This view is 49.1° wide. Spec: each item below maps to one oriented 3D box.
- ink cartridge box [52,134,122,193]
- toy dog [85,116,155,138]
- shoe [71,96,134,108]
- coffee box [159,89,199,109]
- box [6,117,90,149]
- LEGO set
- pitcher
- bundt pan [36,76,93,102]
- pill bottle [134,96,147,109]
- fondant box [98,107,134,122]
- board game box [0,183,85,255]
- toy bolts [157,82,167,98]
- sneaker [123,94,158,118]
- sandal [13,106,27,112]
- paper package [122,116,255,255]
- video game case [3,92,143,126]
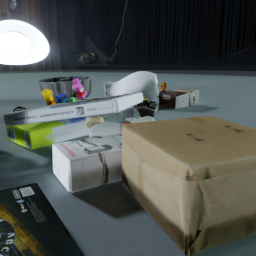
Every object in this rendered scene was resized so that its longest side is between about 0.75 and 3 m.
[{"bbox_3d":[-0.572,0.585,5.154,1.399,0.588,1.018,-8,16,-29],"label":"ink cartridge box"},{"bbox_3d":[-0.202,0.169,6.470,1.713,1.130,0.825,12,-21,25],"label":"toy dog"},{"bbox_3d":[-0.991,-0.885,10.738,2.544,0.679,0.890,-4,15,-16],"label":"shoe"},{"bbox_3d":[2.291,-1.340,12.541,1.691,0.674,0.967,-13,19,-42],"label":"coffee box"},{"bbox_3d":[-2.010,-0.004,7.634,1.287,0.503,2.111,13,19,42],"label":"box"},{"bbox_3d":[-2.345,-1.025,9.686,0.918,0.988,2.408,-13,28,18],"label":"LEGO set"},{"bbox_3d":[0.269,-1.839,13.482,2.393,1.450,2.053,-8,-3,13],"label":"pitcher"},{"bbox_3d":[-3.082,-1.951,14.000,2.819,1.058,2.819,-3,16,1],"label":"bundt pan"},{"bbox_3d":[0.445,-1.056,11.762,0.501,0.501,0.888,6,17,23],"label":"pill bottle"},{"bbox_3d":[-0.739,-0.531,9.780,1.638,0.477,1.182,-5,15,-16],"label":"fondant box"},{"bbox_3d":[-1.387,1.391,2.362,1.992,0.415,2.945,-8,17,-30],"label":"board game box"},{"bbox_3d":[1.986,-1.647,13.542,0.708,0.975,1.021,1,31,-20],"label":"toy bolts"},{"bbox_3d":[0.345,-0.658,9.698,1.336,0.772,0.505,20,50,10],"label":"sneaker"},{"bbox_3d":[-3.884,-0.545,9.946,0.623,0.416,1.525,-1,14,-2],"label":"sandal"},{"bbox_3d":[1.110,0.591,4.133,2.010,1.091,2.108,-6,15,-22],"label":"paper package"},{"bbox_3d":[-1.132,-0.529,7.140,2.622,0.337,2.884,-7,8,14],"label":"video game case"}]
